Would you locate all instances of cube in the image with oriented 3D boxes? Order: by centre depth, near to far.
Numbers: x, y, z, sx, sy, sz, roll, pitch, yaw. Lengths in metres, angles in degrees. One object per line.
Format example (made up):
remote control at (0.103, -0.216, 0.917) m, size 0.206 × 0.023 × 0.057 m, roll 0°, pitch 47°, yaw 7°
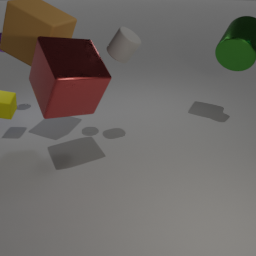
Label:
cube at (-1.488, -1.241, 6.968) m, size 1.400 × 1.400 × 1.400 m, roll -9°, pitch 58°, yaw -35°
cube at (-2.537, -2.692, 8.007) m, size 1.400 × 1.400 × 1.400 m, roll 29°, pitch 32°, yaw 2°
cube at (-4.339, -0.810, 9.751) m, size 0.700 × 0.700 × 0.700 m, roll 8°, pitch 40°, yaw -7°

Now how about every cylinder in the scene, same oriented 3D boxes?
cylinder at (-0.115, -2.248, 7.608) m, size 0.700 × 0.700 × 0.700 m, roll 27°, pitch 36°, yaw -22°
cylinder at (4.033, -2.999, 10.004) m, size 1.400 × 1.400 × 1.400 m, roll 18°, pitch 58°, yaw 29°

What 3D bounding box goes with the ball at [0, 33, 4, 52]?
ball at (-4.615, -3.154, 10.334) m, size 0.700 × 0.700 × 0.700 m, roll 0°, pitch 28°, yaw 0°
